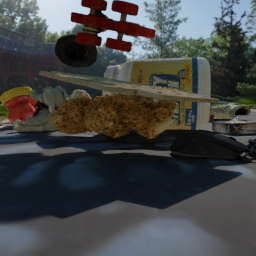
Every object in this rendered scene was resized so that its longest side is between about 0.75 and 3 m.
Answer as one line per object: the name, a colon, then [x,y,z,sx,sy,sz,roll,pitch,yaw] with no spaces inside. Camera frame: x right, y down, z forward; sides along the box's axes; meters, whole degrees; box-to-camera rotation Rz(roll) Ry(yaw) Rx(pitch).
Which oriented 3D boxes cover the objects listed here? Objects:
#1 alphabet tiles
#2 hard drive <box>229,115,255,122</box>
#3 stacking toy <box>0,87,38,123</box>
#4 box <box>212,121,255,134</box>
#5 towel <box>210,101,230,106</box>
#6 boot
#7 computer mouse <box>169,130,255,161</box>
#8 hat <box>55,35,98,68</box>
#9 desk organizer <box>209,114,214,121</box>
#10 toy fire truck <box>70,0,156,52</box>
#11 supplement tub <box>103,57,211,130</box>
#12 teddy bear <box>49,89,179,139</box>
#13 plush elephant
alphabet tiles: [-0.023,-0.672,4.438,2.149,0.082,2.582,-3,16,-43]
hard drive: [3.165,-0.173,7.817,0.650,0.125,0.985,0,-12,1]
stacking toy: [-3.605,-0.350,9.677,2.311,1.079,2.553,-26,-7,19]
box: [2.762,-0.027,6.929,1.057,0.255,0.837,-1,5,-13]
towel: [3.073,-1.165,13.222,2.726,0.325,1.973,7,9,41]
boot: [5.100,-0.795,13.208,2.068,0.745,1.599,-9,8,-31]
computer mouse: [1.206,0.196,3.804,1.284,0.338,0.889,2,6,17]
hat: [-1.785,-2.508,9.560,1.438,1.438,0.580,-2,-18,-21]
desk organizer: [3.126,-0.432,11.608,0.315,0.293,0.817,-1,5,-38]
toy fire truck: [-0.404,-2.792,7.694,2.077,1.164,1.744,16,18,16]
supplement tub: [0.800,-0.907,7.612,2.652,1.918,1.918,0,5,11]
teddy bear: [-0.273,-0.382,5.821,2.654,0.886,1.924,9,29,32]
plush elephant: [-2.140,-0.531,7.345,1.535,1.188,1.264,1,5,7]
